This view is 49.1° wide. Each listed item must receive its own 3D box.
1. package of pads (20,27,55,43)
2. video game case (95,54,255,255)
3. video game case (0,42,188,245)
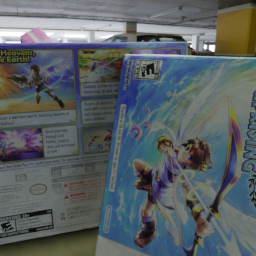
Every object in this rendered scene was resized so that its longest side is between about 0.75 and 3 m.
[{"bbox_3d":[-2.722,-2.111,10.462,1.098,2.902,1.748,-40,-7,-19],"label":"package of pads"},{"bbox_3d":[0.832,0.506,2.815,2.177,2.402,0.546,9,2,26],"label":"video game case"},{"bbox_3d":[-0.604,0.132,3.863,2.788,2.527,0.634,-5,17,-16],"label":"video game case"}]
